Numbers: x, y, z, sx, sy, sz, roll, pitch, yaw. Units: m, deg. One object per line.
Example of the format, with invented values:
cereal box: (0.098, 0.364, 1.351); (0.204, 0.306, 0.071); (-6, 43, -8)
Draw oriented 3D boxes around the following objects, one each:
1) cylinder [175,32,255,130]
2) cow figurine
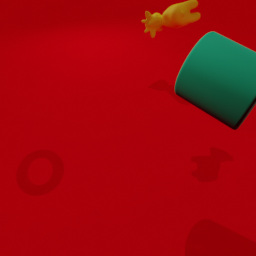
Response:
cylinder: (1.570, -0.762, 4.549); (1.182, 1.182, 1.182); (35, 50, 19)
cow figurine: (1.367, -3.646, 9.331); (1.619, 0.903, 1.646); (-20, 18, -8)
